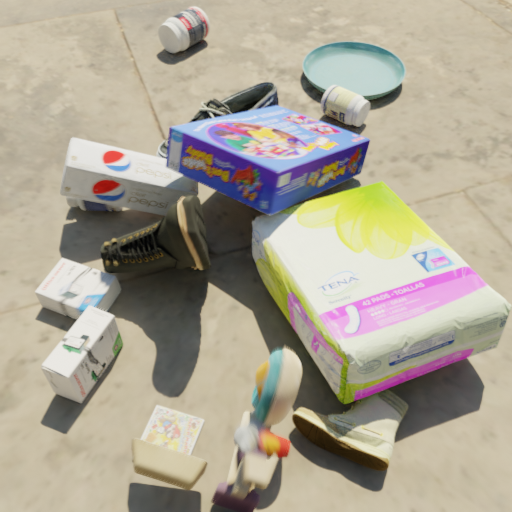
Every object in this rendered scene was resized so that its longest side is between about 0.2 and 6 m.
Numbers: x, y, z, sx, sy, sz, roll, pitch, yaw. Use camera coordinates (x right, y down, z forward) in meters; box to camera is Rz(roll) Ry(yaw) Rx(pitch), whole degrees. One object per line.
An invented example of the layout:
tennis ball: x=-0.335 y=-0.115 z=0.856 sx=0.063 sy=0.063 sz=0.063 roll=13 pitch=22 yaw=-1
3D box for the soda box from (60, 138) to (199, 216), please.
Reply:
soda box: x=-2.494 y=-1.514 z=11.189 sx=2.569 sy=0.875 sz=0.818 roll=10 pitch=51 yaw=-22

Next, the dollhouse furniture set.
dollhouse furniture set: x=-0.674 y=2.425 z=7.738 sx=1.904 sy=1.509 sz=1.351 roll=17 pitch=50 yaw=1

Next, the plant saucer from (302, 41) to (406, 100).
plant saucer: x=2.624 y=-4.972 z=15.186 sx=2.760 sy=0.378 sz=2.760 roll=0 pitch=48 yaw=0

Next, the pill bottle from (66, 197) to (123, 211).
pill bottle: x=-3.376 y=-1.249 z=11.763 sx=1.092 sy=0.606 sz=0.606 roll=1 pitch=49 yaw=1

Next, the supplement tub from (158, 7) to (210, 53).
supplement tub: x=-2.073 y=-6.510 z=16.155 sx=0.932 sy=0.932 sz=1.328 roll=31 pitch=56 yaw=24

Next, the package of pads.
package of pads: x=1.808 y=0.424 z=9.618 sx=2.952 sy=1.303 sz=3.821 roll=-16 pitch=42 yaw=-14

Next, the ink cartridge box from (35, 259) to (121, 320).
ink cartridge box: x=-3.214 y=0.653 z=10.156 sx=1.187 sy=0.510 sz=0.869 roll=18 pitch=54 yaw=13

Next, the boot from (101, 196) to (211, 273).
boot: x=-1.831 y=-0.148 z=9.520 sx=2.020 sy=2.920 sz=1.131 roll=-7 pitch=76 yaw=-4

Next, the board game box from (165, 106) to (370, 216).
board game box: x=0.367 y=-2.115 z=11.424 sx=2.503 sy=0.834 sz=3.723 roll=27 pitch=32 yaw=26

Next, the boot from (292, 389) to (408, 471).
boot: x=1.447 y=2.431 z=8.593 sx=1.550 sy=0.559 sz=1.199 roll=20 pitch=49 yaw=19

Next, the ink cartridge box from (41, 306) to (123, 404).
ink cartridge box: x=-2.775 y=1.602 z=9.062 sx=0.532 sy=0.921 sz=1.261 roll=19 pitch=52 yaw=15

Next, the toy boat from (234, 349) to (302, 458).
toy boat: x=0.160 y=1.983 z=7.585 sx=0.712 sy=1.287 sz=1.531 roll=15 pitch=40 yaw=-1

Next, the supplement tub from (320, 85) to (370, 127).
supplement tub: x=2.197 y=-3.685 z=13.804 sx=1.035 sy=0.751 sz=0.751 roll=32 pitch=56 yaw=24

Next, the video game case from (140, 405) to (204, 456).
video game case: x=-1.330 y=2.801 z=8.554 sx=0.816 sy=0.103 sz=0.897 roll=14 pitch=50 yaw=12

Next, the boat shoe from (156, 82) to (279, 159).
boat shoe: x=-0.894 y=-3.122 z=12.960 sx=3.383 sy=1.200 sz=1.220 roll=-34 pitch=55 yaw=-24
